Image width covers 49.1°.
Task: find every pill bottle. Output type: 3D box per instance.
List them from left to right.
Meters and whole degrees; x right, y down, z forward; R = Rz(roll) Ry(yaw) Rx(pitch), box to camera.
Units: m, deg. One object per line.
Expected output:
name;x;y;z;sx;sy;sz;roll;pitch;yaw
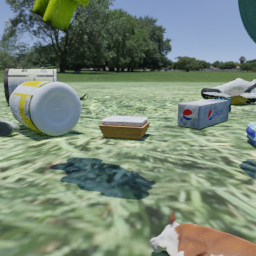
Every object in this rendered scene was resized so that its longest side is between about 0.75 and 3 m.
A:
pill bottle;-2.123;-0.541;6.792;1.186;1.186;2.117;-9;14;-38

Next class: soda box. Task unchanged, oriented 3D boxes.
soda box;2.117;-0.430;7.721;0.653;0.607;1.913;9;14;40

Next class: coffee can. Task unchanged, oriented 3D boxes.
coffee can;-4.272;-1.852;12.547;2.146;1.570;1.570;-2;11;-13

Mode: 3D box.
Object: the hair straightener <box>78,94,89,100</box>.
hair straightener;-3.318;-1.750;14.693;2.709;0.554;1.042;2;11;12

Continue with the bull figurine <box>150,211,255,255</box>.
bull figurine;0.559;0.865;1.743;1.075;0.350;0.652;5;14;31

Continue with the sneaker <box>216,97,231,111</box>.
sneaker;3.399;-0.927;10.577;0.454;0.508;1.241;-7;12;-31

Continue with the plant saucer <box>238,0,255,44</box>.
plant saucer;1.752;-1.632;3.239;0.330;1.838;1.838;-14;12;-5

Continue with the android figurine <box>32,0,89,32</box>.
android figurine;-0.546;-2.214;3.382;0.415;2.020;1.839;19;17;-38

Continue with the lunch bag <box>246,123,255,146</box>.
lunch bag;2.724;0.135;5.379;0.763;0.391;0.949;3;11;8

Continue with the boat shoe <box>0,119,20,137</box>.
boat shoe;-3.083;-0.058;6.348;1.221;0.450;0.392;7;6;13

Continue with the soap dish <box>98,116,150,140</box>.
soap dish;-0.057;-0.018;6.163;0.976;0.396;0.768;4;11;16

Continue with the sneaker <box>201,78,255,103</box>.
sneaker;4.673;-1.730;12.861;2.645;1.058;0.975;2;-9;2

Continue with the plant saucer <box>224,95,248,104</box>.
plant saucer;4.748;-1.218;12.303;0.761;0.184;0.761;14;-14;-40
